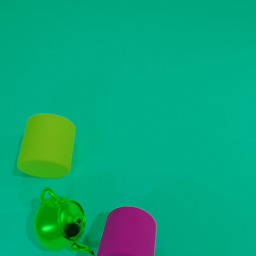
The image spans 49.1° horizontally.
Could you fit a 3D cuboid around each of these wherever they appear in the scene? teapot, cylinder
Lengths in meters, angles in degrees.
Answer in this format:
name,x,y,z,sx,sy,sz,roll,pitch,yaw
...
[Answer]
name,x,y,z,sx,sy,sz,roll,pitch,yaw
teapot,-1.331,2.021,5.911,0.891,1.819,1.131,-19,16,29
cylinder,-0.010,2.330,5.587,1.085,1.085,1.085,9,33,5
cylinder,-1.944,0.451,6.781,1.200,1.200,1.200,1,61,1
